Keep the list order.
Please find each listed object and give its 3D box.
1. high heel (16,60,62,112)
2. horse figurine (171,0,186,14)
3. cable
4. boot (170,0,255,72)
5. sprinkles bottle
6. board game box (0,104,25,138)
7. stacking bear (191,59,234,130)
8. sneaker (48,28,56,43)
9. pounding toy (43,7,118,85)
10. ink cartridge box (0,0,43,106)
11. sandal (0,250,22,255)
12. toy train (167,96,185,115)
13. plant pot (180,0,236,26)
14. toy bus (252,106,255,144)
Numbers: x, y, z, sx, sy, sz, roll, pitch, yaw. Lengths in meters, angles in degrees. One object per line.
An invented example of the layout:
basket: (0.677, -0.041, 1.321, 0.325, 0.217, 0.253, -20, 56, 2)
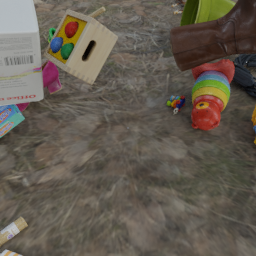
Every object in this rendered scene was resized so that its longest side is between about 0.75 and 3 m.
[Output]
high heel: (-3.389, -1.291, 9.081, 2.491, 1.195, 0.839, -24, 52, -11)
horse figurine: (3.201, -6.511, 14.821, 1.737, 0.654, 2.621, -7, 48, 2)
cable: (5.078, -1.850, 10.235, 2.288, 0.712, 2.804, -25, 48, -29)
boot: (2.156, -2.834, 7.243, 2.788, 2.598, 0.895, -5, 33, 31)
sprinkles bottle: (-2.664, 2.334, 6.226, 0.279, 0.279, 0.817, 35, 55, 30)
board game box: (-4.096, -0.473, 8.583, 1.312, 0.388, 1.725, -39, 57, -6)
stacking bear: (2.569, -0.927, 8.863, 1.357, 1.271, 2.234, 1, 52, 28)
sneaker: (-2.672, -3.741, 11.916, 1.949, 0.815, 0.722, 23, 48, 20)
pounding toy: (-1.258, -2.304, 6.714, 2.029, 0.928, 1.782, 37, 100, 43)
ink cartridge box: (-3.140, -1.690, 6.691, 1.982, 2.743, 1.161, -9, 66, -18)
sandal: (-2.655, 2.787, 5.571, 1.961, 0.562, 0.751, 11, 46, 11)
toy train: (1.505, -0.766, 9.298, 0.508, 0.372, 0.878, 19, 47, 32)
plant pot: (3.640, -4.418, 11.733, 2.346, 2.436, 2.436, 9, 45, -6)
toy bus: (4.224, 0.166, 7.870, 1.900, 1.289, 1.824, 31, 69, 30)
